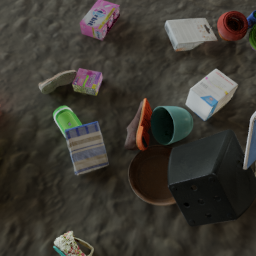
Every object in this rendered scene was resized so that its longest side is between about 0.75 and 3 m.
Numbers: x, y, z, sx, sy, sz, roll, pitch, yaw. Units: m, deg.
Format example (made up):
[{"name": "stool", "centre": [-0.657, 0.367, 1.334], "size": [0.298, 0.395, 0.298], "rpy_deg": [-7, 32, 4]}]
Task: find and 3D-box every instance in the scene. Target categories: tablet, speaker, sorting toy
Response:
[{"name": "tablet", "centre": [2.709, 0.021, 5.564], "size": [1.162, 1.785, 0.122], "rpy_deg": [-40, 51, -16]}, {"name": "speaker", "centre": [-1.969, 0.016, 9.803], "size": [0.737, 0.737, 1.667], "rpy_deg": [-30, 65, -16]}, {"name": "sorting toy", "centre": [5.072, -4.049, 12.005], "size": [2.721, 1.117, 1.635], "rpy_deg": [26, 79, 1]}]

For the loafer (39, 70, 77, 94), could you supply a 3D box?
[{"name": "loafer", "centre": [-2.761, -1.916, 10.991], "size": [1.584, 0.569, 0.498], "rpy_deg": [-31, 59, -13]}]

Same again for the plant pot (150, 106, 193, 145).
[{"name": "plant pot", "centre": [1.579, -0.140, 9.600], "size": [1.056, 1.315, 1.315], "rpy_deg": [-8, 59, -30]}]

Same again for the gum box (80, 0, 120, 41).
[{"name": "gum box", "centre": [-1.199, -4.904, 12.571], "size": [1.072, 0.625, 1.889], "rpy_deg": [21, 63, 13]}]

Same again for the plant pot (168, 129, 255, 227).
[{"name": "plant pot", "centre": [1.862, 1.290, 6.538], "size": [1.703, 1.707, 1.514], "rpy_deg": [62, 35, -8]}]

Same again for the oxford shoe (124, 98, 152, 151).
[{"name": "oxford shoe", "centre": [0.345, -0.179, 9.885], "size": [0.811, 0.796, 2.236], "rpy_deg": [-10, 43, 26]}]

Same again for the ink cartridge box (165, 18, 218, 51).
[{"name": "ink cartridge box", "centre": [2.748, -4.147, 12.344], "size": [1.914, 0.480, 1.552], "rpy_deg": [-7, 60, -14]}]

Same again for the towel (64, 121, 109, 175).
[{"name": "towel", "centre": [-1.345, 0.676, 9.180], "size": [1.175, 0.190, 1.599], "rpy_deg": [-15, 104, -10]}]

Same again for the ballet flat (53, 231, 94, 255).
[{"name": "ballet flat", "centre": [-1.091, 3.699, 7.720], "size": [2.263, 0.856, 0.723], "rpy_deg": [37, 57, 16]}]

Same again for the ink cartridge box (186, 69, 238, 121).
[{"name": "ink cartridge box", "centre": [3.128, -1.265, 10.328], "size": [1.628, 1.019, 1.046], "rpy_deg": [-37, 67, -18]}]

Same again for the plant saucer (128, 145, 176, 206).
[{"name": "plant saucer", "centre": [1.041, 1.548, 9.109], "size": [2.069, 0.378, 2.069], "rpy_deg": [-1, 58, 1]}]

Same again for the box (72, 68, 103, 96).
[{"name": "box", "centre": [-1.573, -1.804, 10.954], "size": [0.941, 0.455, 0.828], "rpy_deg": [13, 62, 7]}]
